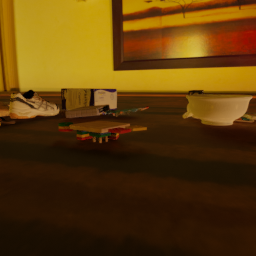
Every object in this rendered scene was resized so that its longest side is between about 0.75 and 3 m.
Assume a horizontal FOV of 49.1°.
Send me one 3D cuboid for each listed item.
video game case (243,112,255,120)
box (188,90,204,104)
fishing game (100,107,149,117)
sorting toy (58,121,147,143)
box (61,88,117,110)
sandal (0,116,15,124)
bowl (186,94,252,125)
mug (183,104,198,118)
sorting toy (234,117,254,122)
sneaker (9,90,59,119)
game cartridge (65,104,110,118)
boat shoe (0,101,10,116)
[{"bbox_3d":[6.052,-0.562,12.934,1.248,0.152,1.745,0,9,6],"label":"video game case"},{"bbox_3d":[3.621,-1.406,14.883,0.640,1.217,1.486,3,9,20],"label":"box"},{"bbox_3d":[-0.261,-0.736,13.518,2.386,0.371,1.709,-5,7,19],"label":"fishing game"},{"bbox_3d":[-0.708,0.104,7.786,2.509,0.424,1.210,6,11,36],"label":"sorting toy"},{"bbox_3d":[-2.252,-1.691,16.445,2.451,1.286,2.254,5,9,31],"label":"box"},{"bbox_3d":[-4.924,-0.308,10.809,1.120,0.306,0.458,1,9,7],"label":"sandal"},{"bbox_3d":[3.466,-0.720,10.858,2.458,1.105,2.458,0,9,0],"label":"bowl"},{"bbox_3d":[2.997,-0.805,12.524,1.254,0.926,1.099,-32,5,-9],"label":"mug"},{"bbox_3d":[4.674,-0.366,11.659,0.883,0.161,0.818,0,9,4],"label":"sorting toy"},{"bbox_3d":[-4.321,-1.184,13.340,1.103,1.278,2.916,2,7,23],"label":"sneaker"},{"bbox_3d":[-1.860,-0.801,13.285,1.530,0.453,2.360,-9,7,11],"label":"game cartridge"},{"bbox_3d":[-5.928,-0.886,13.195,0.878,0.826,2.305,13,10,4],"label":"boat shoe"}]
